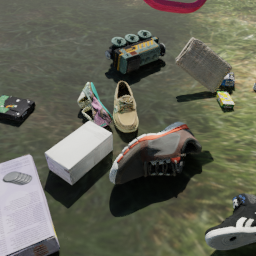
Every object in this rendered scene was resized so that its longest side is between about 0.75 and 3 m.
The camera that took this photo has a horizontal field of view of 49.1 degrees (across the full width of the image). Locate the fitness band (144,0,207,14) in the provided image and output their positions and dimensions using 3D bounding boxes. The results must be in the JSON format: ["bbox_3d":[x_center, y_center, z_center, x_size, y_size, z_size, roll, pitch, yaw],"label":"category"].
[{"bbox_3d":[1.369,-4.254,8.282,2.258,0.423,1.622,0,85,-15],"label":"fitness band"}]

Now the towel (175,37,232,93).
[{"bbox_3d":[2.820,-2.358,10.502,1.962,0.338,1.300,38,81,-4],"label":"towel"}]

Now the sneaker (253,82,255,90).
[{"bbox_3d":[5.366,-1.683,10.554,1.184,0.501,0.431,-5,41,-7],"label":"sneaker"}]

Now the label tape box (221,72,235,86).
[{"bbox_3d":[3.845,-2.044,11.103,0.663,0.291,0.919,8,43,9],"label":"label tape box"}]

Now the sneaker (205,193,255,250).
[{"bbox_3d":[2.443,2.047,6.345,1.899,0.694,1.062,-2,38,-14],"label":"sneaker"}]

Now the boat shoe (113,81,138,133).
[{"bbox_3d":[-0.110,-0.750,9.339,0.800,0.721,2.219,-3,42,-4],"label":"boat shoe"}]

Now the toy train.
[{"bbox_3d":[0.369,-3.246,11.941,2.650,1.129,1.510,-25,60,-28],"label":"toy train"}]

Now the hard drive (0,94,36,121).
[{"bbox_3d":[-4.008,-0.702,9.640,1.333,0.252,0.931,13,43,13],"label":"hard drive"}]

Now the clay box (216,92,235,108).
[{"bbox_3d":[3.457,-1.019,10.006,0.439,0.182,0.764,4,41,-8],"label":"clay box"}]

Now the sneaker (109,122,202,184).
[{"bbox_3d":[0.861,0.791,7.402,2.862,1.103,1.172,-28,56,-26],"label":"sneaker"}]

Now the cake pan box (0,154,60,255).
[{"bbox_3d":[-3.224,2.053,6.244,2.801,0.733,2.579,-19,43,-20],"label":"cake pan box"}]

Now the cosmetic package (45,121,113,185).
[{"bbox_3d":[-1.312,0.645,7.826,0.971,0.698,1.721,29,51,29],"label":"cosmetic package"}]

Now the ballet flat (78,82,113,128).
[{"bbox_3d":[-1.225,-0.781,9.459,0.804,0.781,2.258,-30,47,-2],"label":"ballet flat"}]
